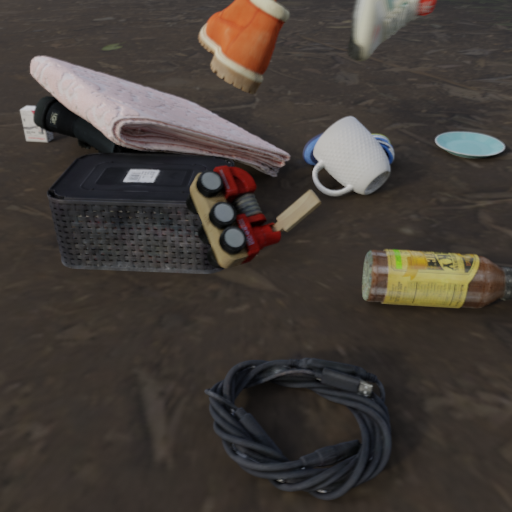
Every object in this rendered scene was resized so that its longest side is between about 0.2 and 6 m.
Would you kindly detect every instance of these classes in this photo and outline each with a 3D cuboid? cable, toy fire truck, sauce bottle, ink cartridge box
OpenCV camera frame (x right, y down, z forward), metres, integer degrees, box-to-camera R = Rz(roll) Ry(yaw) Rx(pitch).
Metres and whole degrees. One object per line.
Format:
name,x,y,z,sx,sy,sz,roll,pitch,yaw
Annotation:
cable,0.376,1.669,5.694,1.928,0.490,1.573,9,38,10
toy fire truck,-0.019,-0.486,5.650,1.087,0.699,0.957,-16,75,-27
sauce bottle,2.623,0.327,7.508,2.325,0.752,0.752,3,32,1
ink cartridge box,-5.011,-3.000,12.799,0.547,0.751,0.318,5,32,8

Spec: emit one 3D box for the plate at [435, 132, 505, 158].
plate,4.718,-2.429,12.426,1.468,0.188,1.468,1,32,0

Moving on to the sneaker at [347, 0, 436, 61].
sneaker,1.852,-3.309,7.344,0.922,0.695,1.973,18,65,10

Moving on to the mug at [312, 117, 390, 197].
mug,1.717,-1.690,10.482,1.425,1.052,1.250,-37,70,-5

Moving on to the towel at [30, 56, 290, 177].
towel,-1.960,-2.746,11.147,3.946,0.666,4.131,5,23,-43

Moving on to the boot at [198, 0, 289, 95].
boot,-0.163,-3.838,9.365,1.036,1.481,2.762,17,27,-25

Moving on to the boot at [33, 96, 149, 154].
boot,-3.207,-2.678,12.159,2.148,0.976,2.556,25,15,8

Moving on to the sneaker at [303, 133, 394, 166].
sneaker,1.924,-2.111,11.444,1.922,0.711,0.791,-5,34,-6

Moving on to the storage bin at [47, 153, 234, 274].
storage bin,-1.669,-0.725,8.742,2.585,1.212,1.747,3,32,3
